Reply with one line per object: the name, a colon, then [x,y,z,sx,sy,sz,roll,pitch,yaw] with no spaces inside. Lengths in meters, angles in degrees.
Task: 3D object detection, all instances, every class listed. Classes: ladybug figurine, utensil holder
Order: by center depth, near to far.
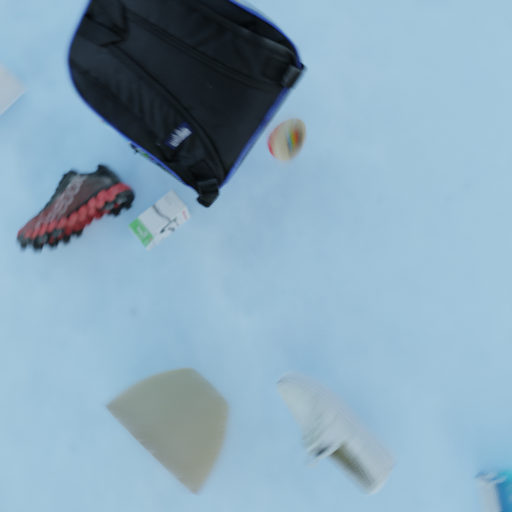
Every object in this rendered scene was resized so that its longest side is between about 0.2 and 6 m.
ladybug figurine: [0.406,-1.629,7.823,0.299,0.831,0.564,14,121,31]
utensil holder: [-4.670,-2.772,9.529,0.964,0.964,1.134,40,84,7]

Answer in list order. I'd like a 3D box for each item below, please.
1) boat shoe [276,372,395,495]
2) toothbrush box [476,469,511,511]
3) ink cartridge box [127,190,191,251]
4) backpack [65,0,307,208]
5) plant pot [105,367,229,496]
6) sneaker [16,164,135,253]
boat shoe: [1.019,2.696,8.266,2.149,0.794,0.916,44,46,3]
toothbrush box: [4.334,3.823,8.330,1.695,0.723,1.241,-6,79,-3]
ink cartridge box: [-1.578,-0.574,9.217,0.941,0.687,0.396,-40,81,-7]
backpack: [-1.133,-2.789,8.572,3.022,2.220,2.765,34,105,-8]
plant pot: [-1.104,2.358,8.160,1.822,1.822,1.224,42,71,8]
sneaker: [-3.080,-0.839,9.253,2.044,0.723,0.999,-31,81,-8]
